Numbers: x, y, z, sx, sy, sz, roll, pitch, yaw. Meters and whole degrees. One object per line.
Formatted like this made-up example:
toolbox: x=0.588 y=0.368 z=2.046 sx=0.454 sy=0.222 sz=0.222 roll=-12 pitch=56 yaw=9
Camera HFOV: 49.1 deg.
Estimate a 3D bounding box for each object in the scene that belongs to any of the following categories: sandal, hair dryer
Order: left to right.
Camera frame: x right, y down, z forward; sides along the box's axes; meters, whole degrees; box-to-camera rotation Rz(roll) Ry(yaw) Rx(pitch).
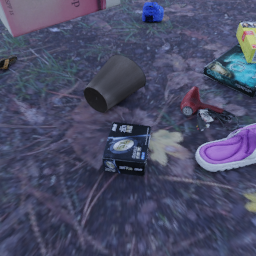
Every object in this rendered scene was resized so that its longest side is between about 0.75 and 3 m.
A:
sandal: x=-3.965 y=-2.082 z=9.141 sx=0.263 sy=0.394 sz=0.965 roll=39 pitch=46 yaw=7
hair dryer: x=2.034 y=-0.500 z=7.525 sx=1.295 sy=0.462 sz=1.700 roll=-3 pitch=49 yaw=-24
sandal: x=2.714 y=0.334 z=6.421 sx=2.469 sy=0.607 sz=1.005 roll=-21 pitch=48 yaw=-20

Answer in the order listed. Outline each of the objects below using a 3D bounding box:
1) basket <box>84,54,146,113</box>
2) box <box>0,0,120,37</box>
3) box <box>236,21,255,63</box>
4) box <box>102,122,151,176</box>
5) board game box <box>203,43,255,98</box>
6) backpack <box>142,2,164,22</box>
basket: x=-0.432 y=-1.180 z=7.742 sx=1.329 sy=1.003 sz=1.474 roll=33 pitch=56 yaw=13
box: x=-1.524 y=-3.047 z=5.514 sx=2.399 sy=1.534 sz=1.307 roll=-25 pitch=49 yaw=-17
box: x=4.159 y=-2.854 z=9.226 sx=0.777 sy=0.518 sz=2.065 roll=5 pitch=44 yaw=5
box: x=-0.002 y=0.452 z=6.383 sx=0.938 sy=0.493 sz=1.146 roll=7 pitch=45 yaw=8
board game box: x=3.865 y=-2.013 z=8.998 sx=1.752 sy=0.365 sz=2.591 roll=34 pitch=53 yaw=30
backpack: x=1.052 y=-4.785 z=11.596 sx=0.865 sy=0.726 sz=0.703 roll=4 pitch=52 yaw=-1
